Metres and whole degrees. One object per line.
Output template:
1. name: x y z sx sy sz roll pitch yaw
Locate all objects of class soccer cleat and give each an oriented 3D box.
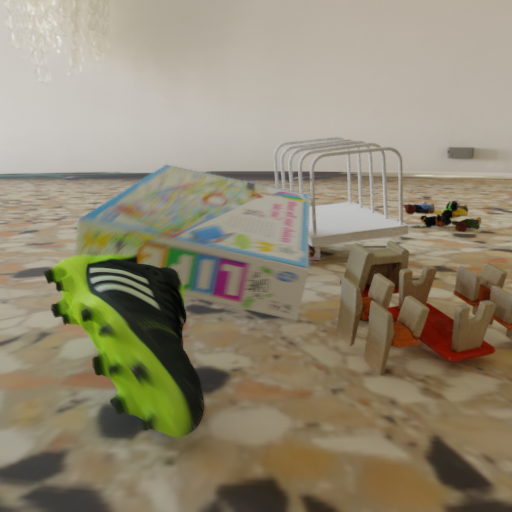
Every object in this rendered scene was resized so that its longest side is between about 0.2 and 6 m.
1. soccer cleat: -0.997 0.544 4.905 1.099 0.915 2.711 -15 27 -29

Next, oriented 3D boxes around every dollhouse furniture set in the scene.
1. dollhouse furniture set: 1.746 0.618 6.215 1.933 0.996 1.912 -5 23 -22

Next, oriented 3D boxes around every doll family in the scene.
1. doll family: 4.817 -1.067 14.689 2.076 0.815 1.200 3 14 42

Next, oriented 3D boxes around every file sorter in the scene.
1. file sorter: 1.555 -1.403 11.282 1.896 1.701 2.732 -8 17 -11

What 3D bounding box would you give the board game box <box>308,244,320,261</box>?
1. board game box: 0.393 -0.240 11.312 1.710 0.352 1.706 1 12 3

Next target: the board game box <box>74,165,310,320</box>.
1. board game box: -0.610 -0.465 8.546 2.791 0.711 4.152 12 19 2
